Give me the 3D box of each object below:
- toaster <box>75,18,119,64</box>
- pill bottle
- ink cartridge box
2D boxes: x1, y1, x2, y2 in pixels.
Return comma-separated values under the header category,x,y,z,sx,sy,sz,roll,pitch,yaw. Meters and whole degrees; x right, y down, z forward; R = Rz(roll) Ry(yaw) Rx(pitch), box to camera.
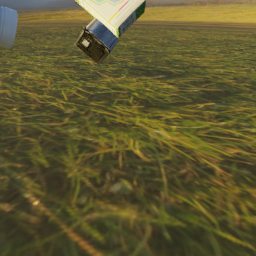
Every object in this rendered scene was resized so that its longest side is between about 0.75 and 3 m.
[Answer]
category,x,y,z,sx,sy,sz,roll,pitch,yaw
toaster,-0.995,-2.743,8.867,0.695,1.059,1.172,-58,16,-25
pill bottle,-3.713,-2.482,6.149,2.265,1.258,1.258,7,18,-35
ink cartridge box,-0.919,-5.008,10.601,2.943,1.528,0.873,43,-6,6
